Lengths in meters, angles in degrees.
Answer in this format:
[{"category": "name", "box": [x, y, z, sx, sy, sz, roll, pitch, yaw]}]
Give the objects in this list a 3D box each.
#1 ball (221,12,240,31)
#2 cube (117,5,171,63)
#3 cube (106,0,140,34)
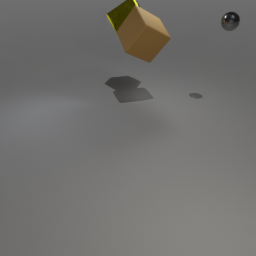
[{"category": "ball", "box": [3.960, -4.122, 10.834, 0.700, 0.700, 0.700, 0, 30, 0]}, {"category": "cube", "box": [0.614, -3.813, 11.496, 1.400, 1.400, 1.400, 12, 45, -38]}, {"category": "cube", "box": [0.087, -4.854, 12.829, 1.400, 1.400, 1.400, -29, 4, 16]}]
